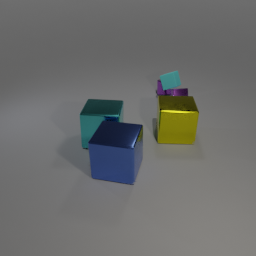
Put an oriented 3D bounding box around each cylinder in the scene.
[{"bbox_3d":[1.852,-2.112,14.402,0.700,0.700,0.700,-1,21,0],"label":"cylinder"}]

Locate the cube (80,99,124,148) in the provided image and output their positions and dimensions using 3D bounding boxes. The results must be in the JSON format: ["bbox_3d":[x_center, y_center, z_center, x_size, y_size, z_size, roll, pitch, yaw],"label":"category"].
[{"bbox_3d":[-0.926,-0.163,10.426,1.400,1.400,1.400,3,28,4],"label":"cube"}]

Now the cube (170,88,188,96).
[{"bbox_3d":[2.364,-1.472,13.037,0.700,0.700,0.700,-3,6,-5],"label":"cube"}]

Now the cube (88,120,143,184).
[{"bbox_3d":[-0.334,0.742,8.946,1.400,1.400,1.400,6,31,12],"label":"cube"}]

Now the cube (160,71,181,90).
[{"bbox_3d":[2.014,-2.248,13.239,0.700,0.700,0.700,-11,11,30],"label":"cube"}]

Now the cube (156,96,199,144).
[{"bbox_3d":[1.846,-0.332,10.788,1.400,1.400,1.400,1,31,2],"label":"cube"}]
